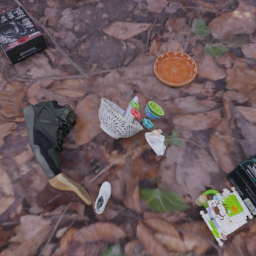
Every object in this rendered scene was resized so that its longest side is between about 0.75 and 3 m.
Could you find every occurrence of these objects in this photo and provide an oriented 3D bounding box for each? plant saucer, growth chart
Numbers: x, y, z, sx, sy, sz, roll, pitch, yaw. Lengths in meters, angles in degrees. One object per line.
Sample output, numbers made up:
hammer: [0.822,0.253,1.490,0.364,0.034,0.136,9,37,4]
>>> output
plant saucer: [1.910,-2.374,11.364,1.720,0.278,1.720,0,62,0]
growth chart: [2.998,2.605,8.578,1.719,0.152,1.244,-23,67,-28]

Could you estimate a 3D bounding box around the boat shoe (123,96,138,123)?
boat shoe: [0.134,-0.547,10.256,0.433,0.488,1.326,31,69,-12]

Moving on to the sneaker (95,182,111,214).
sneaker: [-0.784,2.207,8.976,0.382,0.370,1.045,10,64,5]

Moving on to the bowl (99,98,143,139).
bowl: [-0.417,-0.184,9.683,1.771,1.771,0.831,41,99,18]

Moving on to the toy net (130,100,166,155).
toy net: [0.750,-0.136,9.088,1.229,0.452,2.343,27,31,-28]

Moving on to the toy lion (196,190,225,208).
toy lion: [2.909,2.442,8.903,1.083,0.388,1.130,-29,66,-21]

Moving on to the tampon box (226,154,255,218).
tampon box: [4.579,1.514,8.771,2.140,1.351,1.604,-25,66,-12]

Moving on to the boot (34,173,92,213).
boot: [-2.051,2.247,8.885,1.241,0.540,1.492,-44,104,7]

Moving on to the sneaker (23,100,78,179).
sneaker: [-2.447,0.224,9.553,1.699,1.134,2.966,-21,59,-3]

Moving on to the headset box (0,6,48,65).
headset box: [-4.625,-3.855,11.774,1.682,0.873,2.260,-33,69,-15]
